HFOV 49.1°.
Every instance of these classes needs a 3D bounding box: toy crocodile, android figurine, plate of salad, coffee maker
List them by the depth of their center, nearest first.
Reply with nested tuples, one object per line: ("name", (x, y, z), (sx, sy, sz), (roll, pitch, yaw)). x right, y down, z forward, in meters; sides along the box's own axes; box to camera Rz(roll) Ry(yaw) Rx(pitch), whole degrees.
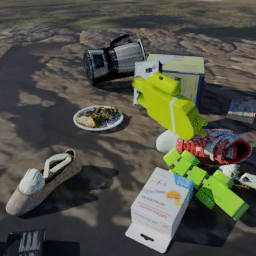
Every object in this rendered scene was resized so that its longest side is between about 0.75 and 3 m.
("toy crocodile", (2.091, 1.512, 8.058), (2.901, 0.896, 0.979), (35, 86, 40))
("android figurine", (1.228, -0.588, 8.323), (2.596, 2.363, 0.533), (35, 71, 32))
("plate of salad", (-1.223, -0.534, 11.596), (2.055, 0.494, 2.055), (0, 31, 0))
("coffee maker", (-0.742, -3.230, 14.651), (2.935, 2.819, 1.977), (-13, 68, -10))

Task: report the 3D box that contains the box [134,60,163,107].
("box", (0.768, -1.663, 10.621), (0.979, 1.678, 0.505), (-3, -12, 24))

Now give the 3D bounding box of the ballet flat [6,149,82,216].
("ballet flat", (-2.425, 1.400, 8.132), (0.899, 0.888, 2.640), (20, 37, 28))

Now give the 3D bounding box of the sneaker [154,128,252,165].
("sneaker", (2.425, 0.550, 9.078), (2.965, 0.990, 1.589), (0, 13, -6))

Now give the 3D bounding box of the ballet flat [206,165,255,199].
("ballet flat", (3.268, 1.448, 8.176), (2.006, 0.686, 0.682), (21, 53, 31))

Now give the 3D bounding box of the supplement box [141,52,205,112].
("supplement box", (2.092, -2.175, 12.976), (2.656, 1.783, 2.653), (6, 33, 10))

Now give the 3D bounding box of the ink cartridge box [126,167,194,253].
("ink cartridge box", (0.835, 2.020, 7.197), (1.122, 0.661, 1.948), (16, 42, 24))

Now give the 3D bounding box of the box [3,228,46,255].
("box", (-2.290, 2.867, 6.196), (0.822, 0.459, 1.165), (-2, 32, -9))

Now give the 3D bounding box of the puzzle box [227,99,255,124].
("puzzle box", (4.987, -0.753, 12.211), (1.074, 0.205, 1.614), (14, 35, 21))
